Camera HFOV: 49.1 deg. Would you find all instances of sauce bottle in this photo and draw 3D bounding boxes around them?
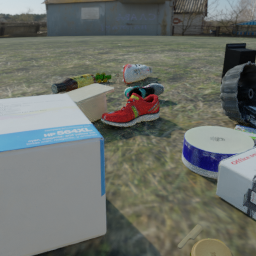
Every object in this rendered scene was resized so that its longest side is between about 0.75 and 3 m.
[{"bbox_3d":[-2.533,-2.066,13.242,0.748,0.748,2.266,17,27,36],"label":"sauce bottle"}]

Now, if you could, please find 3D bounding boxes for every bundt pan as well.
[{"bbox_3d":[3.809,-1.159,9.517,2.088,2.088,0.784,-20,17,-40],"label":"bundt pan"}]

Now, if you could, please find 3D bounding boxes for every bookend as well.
[{"bbox_3d":[5.174,-2.422,12.143,1.035,2.248,2.234,-6,22,-15],"label":"bookend"}]

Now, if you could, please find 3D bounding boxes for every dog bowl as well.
[{"bbox_3d":[2.217,0.554,6.987,1.685,0.664,1.685,0,23,0],"label":"dog bowl"}]

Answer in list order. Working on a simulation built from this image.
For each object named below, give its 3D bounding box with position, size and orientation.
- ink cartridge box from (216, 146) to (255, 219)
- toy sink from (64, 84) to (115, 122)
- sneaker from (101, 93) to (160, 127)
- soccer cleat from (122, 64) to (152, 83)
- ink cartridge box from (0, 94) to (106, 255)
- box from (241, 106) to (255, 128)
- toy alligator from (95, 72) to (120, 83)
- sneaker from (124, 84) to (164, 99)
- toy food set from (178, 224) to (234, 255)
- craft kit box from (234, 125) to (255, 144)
[{"bbox_3d":[2.871,1.177,5.281,1.390,0.798,1.914,-14,26,-31],"label":"ink cartridge box"},{"bbox_3d":[-1.407,-0.832,9.954,1.139,0.979,1.747,19,34,38],"label":"toy sink"},{"bbox_3d":[0.088,-0.685,9.539,2.352,0.999,0.906,-16,27,-33],"label":"sneaker"},{"bbox_3d":[0.530,-3.055,15.397,1.222,0.985,2.869,4,18,19],"label":"soccer cleat"},{"bbox_3d":[-1.739,0.561,5.315,1.847,1.896,2.950,-8,25,-20],"label":"ink cartridge box"},{"bbox_3d":[4.767,-0.242,8.953,1.795,0.447,1.416,5,22,-7],"label":"box"},{"bbox_3d":[-1.261,-2.728,15.305,1.613,0.478,0.438,-9,-16,-22],"label":"toy alligator"},{"bbox_3d":[0.710,-1.487,11.803,1.745,0.730,1.054,-8,17,2],"label":"sneaker"},{"bbox_3d":[1.297,1.968,4.247,0.681,0.198,0.986,-26,39,-34],"label":"toy food set"},{"bbox_3d":[3.621,0.195,8.496,0.834,0.202,0.823,14,24,31],"label":"craft kit box"}]
